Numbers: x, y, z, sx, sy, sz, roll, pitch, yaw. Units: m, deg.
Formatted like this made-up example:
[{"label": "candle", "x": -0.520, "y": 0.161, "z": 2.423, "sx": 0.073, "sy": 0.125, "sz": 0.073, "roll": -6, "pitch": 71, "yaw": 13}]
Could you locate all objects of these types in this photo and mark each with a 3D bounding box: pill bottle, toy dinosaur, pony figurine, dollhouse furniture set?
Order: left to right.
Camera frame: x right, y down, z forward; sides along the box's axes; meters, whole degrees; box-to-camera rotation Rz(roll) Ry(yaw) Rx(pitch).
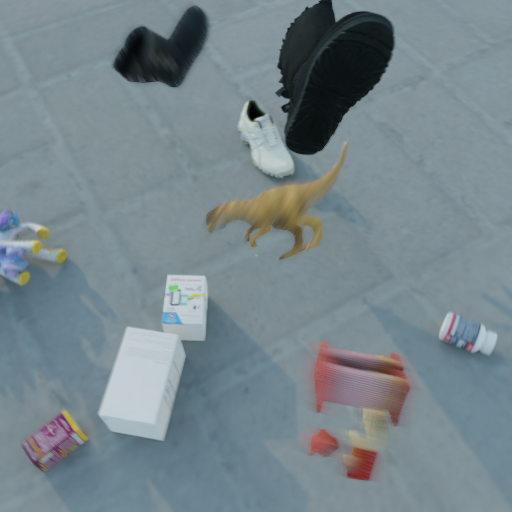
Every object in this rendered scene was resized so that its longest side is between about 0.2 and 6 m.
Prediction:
[{"label": "pony figurine", "x": -5.340, "y": -0.154, "z": 11.089, "sx": 2.314, "sy": 1.927, "sz": 2.234, "roll": 15, "pitch": 26, "yaw": 14}, {"label": "toy dinosaur", "x": 0.569, "y": -0.776, "z": 8.570, "sx": 2.674, "sy": 0.808, "sz": 1.420, "roll": -21, "pitch": 88, "yaw": -10}, {"label": "dollhouse furniture set", "x": 1.269, "y": 2.279, "z": 7.674, "sx": 1.105, "sy": 2.054, "sz": 0.835, "roll": 8, "pitch": 24, "yaw": -1}, {"label": "pill bottle", "x": 3.978, "y": 1.484, "z": 10.519, "sx": 0.925, "sy": 0.553, "sz": 0.553, "roll": 22, "pitch": 60, "yaw": 14}]

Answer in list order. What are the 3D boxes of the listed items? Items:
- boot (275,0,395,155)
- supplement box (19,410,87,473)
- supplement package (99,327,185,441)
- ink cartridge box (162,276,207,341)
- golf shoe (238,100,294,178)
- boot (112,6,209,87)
[{"label": "boot", "x": 1.309, "y": -3.807, "z": 10.533, "sx": 1.217, "sy": 3.288, "sz": 2.694, "roll": 11, "pitch": 56, "yaw": -16}, {"label": "supplement box", "x": -3.395, "y": 3.126, "z": 9.440, "sx": 0.888, "sy": 0.581, "sz": 0.458, "roll": -36, "pitch": 62, "yaw": -22}, {"label": "supplement package", "x": -1.942, "y": 2.232, "z": 9.780, "sx": 0.981, "sy": 0.969, "sz": 1.617, "roll": 9, "pitch": 57, "yaw": 6}, {"label": "ink cartridge box", "x": -1.345, "y": 0.995, "z": 10.711, "sx": 0.757, "sy": 0.754, "sz": 1.032, "roll": 1, "pitch": 57, "yaw": -1}, {"label": "golf shoe", "x": 0.194, "y": -2.729, "z": 13.000, "sx": 0.818, "sy": 1.016, "sz": 2.090, "roll": -25, "pitch": 62, "yaw": -18}, {"label": "boot", "x": -1.808, "y": -4.194, "z": 10.941, "sx": 0.690, "sy": 1.732, "sz": 2.101, "roll": 29, "pitch": 18, "yaw": 14}]
